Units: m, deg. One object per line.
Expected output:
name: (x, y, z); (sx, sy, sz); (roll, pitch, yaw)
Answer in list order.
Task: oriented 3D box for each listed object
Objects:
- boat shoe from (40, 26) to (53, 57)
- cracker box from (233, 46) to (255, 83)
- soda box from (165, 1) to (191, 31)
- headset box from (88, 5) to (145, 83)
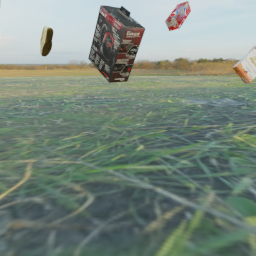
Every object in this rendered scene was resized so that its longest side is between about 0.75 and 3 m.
boat shoe: (-2.968, -3.129, 10.103); (0.358, 1.078, 0.399); (38, 28, 29)
cracker box: (3.073, -1.577, 6.952); (0.803, 0.538, 0.232); (-45, 10, -6)
soda box: (1.517, -3.360, 8.398); (0.382, 0.346, 1.092); (-1, 44, 41)
headset box: (-0.450, -3.088, 10.021); (0.886, 2.362, 1.756); (-11, 47, -35)
